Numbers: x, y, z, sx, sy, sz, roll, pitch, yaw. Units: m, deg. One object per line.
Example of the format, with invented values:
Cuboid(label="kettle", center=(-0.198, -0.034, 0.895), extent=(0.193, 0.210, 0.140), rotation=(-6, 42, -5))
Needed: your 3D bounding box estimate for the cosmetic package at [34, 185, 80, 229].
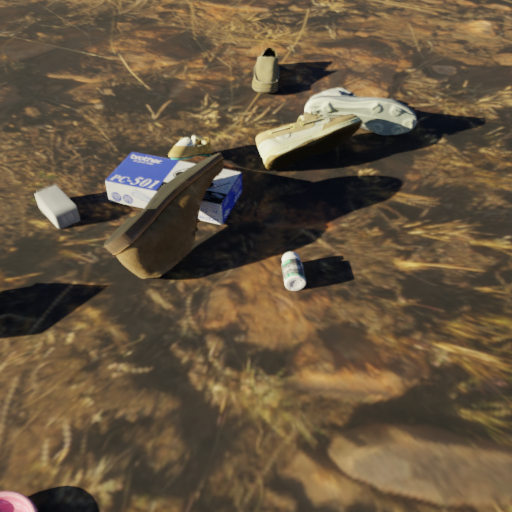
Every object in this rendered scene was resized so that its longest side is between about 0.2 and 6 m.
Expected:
Cuboid(label="cosmetic package", center=(-4.107, -1.016, 11.555), extent=(0.513, 0.433, 0.961), rotation=(-28, 47, -27))

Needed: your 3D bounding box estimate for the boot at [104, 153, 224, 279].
Cuboid(label="boot", center=(-1.470, -0.795, 10.664), extent=(3.017, 1.138, 1.110), rotation=(-51, 20, -28))

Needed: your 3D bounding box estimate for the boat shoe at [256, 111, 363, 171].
Cuboid(label="boat shoe", center=(1.235, -2.864, 12.937), extent=(2.701, 1.000, 0.897), rotation=(-23, 75, -23))

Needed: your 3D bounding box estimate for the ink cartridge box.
Cuboid(label="ink cartridge box", center=(-1.718, -1.462, 11.897), extent=(2.600, 0.575, 1.222), rotation=(13, 44, 14))

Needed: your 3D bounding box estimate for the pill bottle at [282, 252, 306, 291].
Cuboid(label="pill bottle", center=(0.670, 0.273, 10.194), extent=(0.386, 0.386, 0.682), rotation=(-4, 43, -4))

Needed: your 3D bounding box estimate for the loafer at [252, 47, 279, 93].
Cuboid(label="loafer", center=(0.272, -5.269, 15.864), extent=(0.766, 0.679, 2.015), rotation=(0, 43, 0))

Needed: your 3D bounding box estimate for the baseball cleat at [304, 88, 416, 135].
Cuboid(label="baseball cleat", center=(2.635, -3.759, 14.076), extent=(2.749, 0.958, 1.463), rotation=(10, 41, 7))

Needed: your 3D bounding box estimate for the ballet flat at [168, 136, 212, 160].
Cuboid(label="ballet flat", center=(-1.491, -2.445, 12.570), extent=(0.535, 0.491, 1.559), rotation=(6, 15, 22))

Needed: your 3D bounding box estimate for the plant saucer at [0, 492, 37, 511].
Cuboid(label="plant saucer", center=(-3.189, 3.457, 6.904), extent=(1.021, 0.259, 1.021), rotation=(0, 42, 0))
